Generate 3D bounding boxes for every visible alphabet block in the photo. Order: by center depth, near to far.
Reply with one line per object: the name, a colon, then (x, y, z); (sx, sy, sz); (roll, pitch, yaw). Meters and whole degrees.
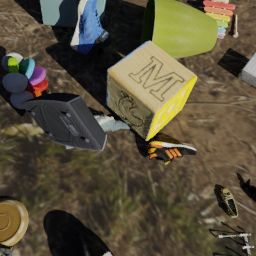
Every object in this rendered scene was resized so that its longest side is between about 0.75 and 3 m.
alphabet block: (0.781, -1.393, 10.645); (2.371, 2.316, 2.328); (42, 67, 17)

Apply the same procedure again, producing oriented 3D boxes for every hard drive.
hard drive: (-1.931, -0.231, 8.419); (2.848, 1.921, 0.603); (4, 45, 47)

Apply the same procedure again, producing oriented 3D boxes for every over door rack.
over door rack: (3.690, 4.075, 9.505); (1.203, 0.401, 0.889); (-3, 67, -1)

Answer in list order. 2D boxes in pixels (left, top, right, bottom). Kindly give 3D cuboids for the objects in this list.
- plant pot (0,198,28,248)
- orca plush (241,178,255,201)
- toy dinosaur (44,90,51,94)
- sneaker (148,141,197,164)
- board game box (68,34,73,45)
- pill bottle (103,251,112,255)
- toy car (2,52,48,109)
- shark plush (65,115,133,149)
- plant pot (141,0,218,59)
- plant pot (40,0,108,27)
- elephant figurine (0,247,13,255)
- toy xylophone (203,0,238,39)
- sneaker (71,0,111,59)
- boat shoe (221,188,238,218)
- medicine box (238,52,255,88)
plant pot: (-4.423, 3.337, 9.901); (1.720, 0.236, 1.720); (0, 68, 0)
orca plush: (4.983, 2.442, 10.086); (0.844, 0.570, 1.604); (-37, 72, -14)
toy dinosaur: (-2.804, -0.785, 11.481); (1.047, 0.564, 2.375); (-18, 65, 0)
sneaker: (1.680, 1.018, 10.710); (1.844, 0.645, 0.830); (8, 79, 6)
board game box: (-2.340, -4.051, 13.050); (0.773, 0.109, 0.523); (15, 68, 6)
pill bottle: (-0.172, 5.311, 8.303); (1.648, 1.648, 2.961); (-37, 72, -14)
toy car: (-4.024, -1.927, 11.141); (1.570, 2.093, 1.832); (-13, 52, -10)
shark plush: (-1.141, 0.095, 11.182); (2.802, 1.273, 1.167); (-6, 87, -24)
plant pot: (2.205, -4.060, 11.904); (2.836, 2.653, 2.653); (3, 67, -9)
plant pot: (-2.258, -6.272, 12.723); (2.765, 2.707, 2.715); (12, 67, -7)
elephant figurine: (-4.307, 4.421, 9.317); (0.816, 0.633, 0.577); (-53, 38, 7)
toy xylophone: (4.400, -5.138, 13.236); (1.743, 0.598, 2.381); (4, 68, 1)
sneaker: (-1.306, -4.283, 11.749); (1.630, 2.931, 1.125); (27, 40, 0)
boat shoe: (3.685, 2.679, 10.114); (0.392, 0.338, 1.074); (-9, 68, -4)
medicine box: (5.659, -2.402, 12.055); (1.289, 0.664, 1.174); (37, 72, 13)
